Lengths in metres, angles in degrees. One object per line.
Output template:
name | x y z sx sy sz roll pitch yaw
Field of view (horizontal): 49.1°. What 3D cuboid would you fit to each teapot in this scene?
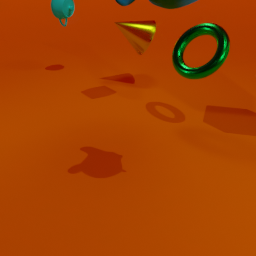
teapot | -2.362 -4.558 10.392 0.740 1.512 0.940 21 28 22

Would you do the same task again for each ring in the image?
ring | 1.759 -1.894 6.897 1.475 1.475 0.295 27 2 39

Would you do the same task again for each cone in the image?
cone | 0.099 -3.368 9.667 1.272 1.267 1.267 18 22 -22

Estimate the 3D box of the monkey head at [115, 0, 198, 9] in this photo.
monkey head | 0.535 -1.943 3.079 1.568 1.128 0.945 -19 18 19
